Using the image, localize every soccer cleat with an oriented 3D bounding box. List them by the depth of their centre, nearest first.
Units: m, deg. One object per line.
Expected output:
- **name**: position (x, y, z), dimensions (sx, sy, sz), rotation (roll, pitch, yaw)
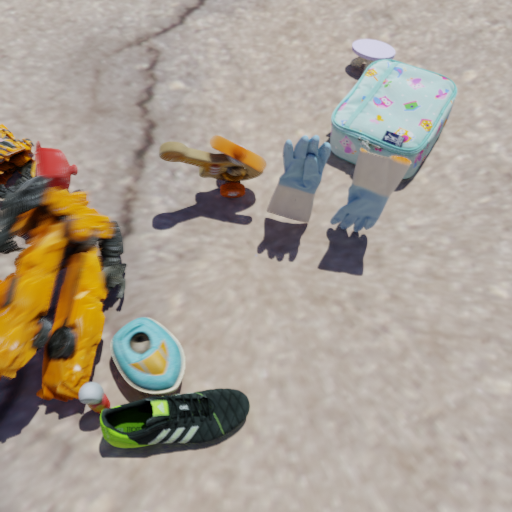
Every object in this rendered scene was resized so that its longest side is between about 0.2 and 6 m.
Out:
- **soccer cleat**: position (-1.009, 2.024, 7.061), dimensions (1.899, 0.770, 0.641), rotation (-10, 57, -6)

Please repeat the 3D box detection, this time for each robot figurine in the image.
- **robot figurine**: position (-2.769, 0.358, 7.580), dimensions (0.844, 2.102, 2.899), rotation (-17, 55, 29)
- **robot figurine**: position (-4.759, -1.376, 9.369), dimensions (1.673, 0.672, 2.308), rotation (39, 65, 19)

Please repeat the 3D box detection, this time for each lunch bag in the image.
- **lunch bag**: position (2.389, -2.496, 10.000), dimensions (1.815, 0.872, 2.263), rotation (28, 61, 17)

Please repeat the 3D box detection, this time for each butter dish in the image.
- **butter dish**: position (-3.218, -1.366, 9.096), dimensions (0.603, 0.816, 0.814), rotation (-10, 66, -13)

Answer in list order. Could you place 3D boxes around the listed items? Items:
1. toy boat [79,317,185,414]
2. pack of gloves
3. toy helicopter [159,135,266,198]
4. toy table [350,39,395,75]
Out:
- **toy boat**: position (-1.645, 1.496, 7.370), dimensions (1.433, 0.666, 1.205), rotation (-41, 64, -20)
- **pack of gloves**: position (1.153, -1.114, 8.364), dimensions (1.702, 2.026, 0.400), rotation (16, 61, 1)
- **toy helicopter**: position (-0.646, -1.482, 8.743), dimensions (1.771, 1.171, 0.698), rotation (8, 76, -36)
- **toy table**: position (2.301, -3.924, 11.171), dimensions (0.856, 0.501, 0.787), rotation (31, 62, 20)
